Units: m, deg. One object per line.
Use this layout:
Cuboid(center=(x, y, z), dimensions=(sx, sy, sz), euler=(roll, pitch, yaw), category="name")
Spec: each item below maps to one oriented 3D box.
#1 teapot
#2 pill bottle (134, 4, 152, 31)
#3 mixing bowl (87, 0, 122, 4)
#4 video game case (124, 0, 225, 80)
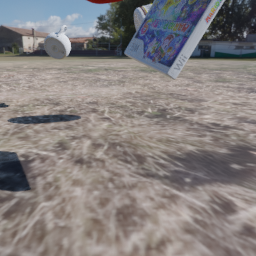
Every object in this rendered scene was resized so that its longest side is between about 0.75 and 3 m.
Cuboid(center=(-2.715, -3.353, 11.110), dimensions=(1.129, 1.114, 0.825), euler=(-8, 38, 29), category="teapot")
Cuboid(center=(1.283, -3.434, 8.787), dimensions=(2.036, 1.112, 1.112), euler=(-17, 19, -5), category="pill bottle")
Cuboid(center=(-0.404, -1.995, 3.337), dimensions=(0.685, 1.264, 1.264), euler=(-26, 4, 27), category="mixing bowl")
Cuboid(center=(1.043, -2.347, 4.941), dimensions=(0.253, 2.812, 2.013), euler=(25, 12, -29), category="video game case")
